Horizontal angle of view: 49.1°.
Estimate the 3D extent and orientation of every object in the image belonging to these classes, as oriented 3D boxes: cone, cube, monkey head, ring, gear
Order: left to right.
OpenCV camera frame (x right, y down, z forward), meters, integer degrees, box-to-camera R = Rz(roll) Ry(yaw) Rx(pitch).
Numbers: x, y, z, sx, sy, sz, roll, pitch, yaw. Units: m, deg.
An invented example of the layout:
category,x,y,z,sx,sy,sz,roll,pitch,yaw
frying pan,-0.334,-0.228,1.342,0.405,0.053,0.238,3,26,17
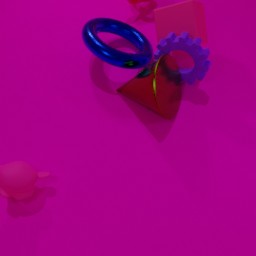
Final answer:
category,x,y,z,sx,sy,sz,roll,pitch,yaw
monkey head,-2.310,1.014,5.843,1.236,0.889,0.745,16,98,-22
ring,-0.264,-2.385,7.793,2.099,0.420,2.099,15,44,-15
cone,0.339,-1.001,7.187,1.585,1.579,1.579,2,55,33
cube,1.456,-2.740,7.612,1.091,1.091,1.091,-3,16,30
gear,1.383,-1.754,7.202,1.440,1.440,0.266,23,57,13

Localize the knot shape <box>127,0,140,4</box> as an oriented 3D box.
category,x,y,z,sx,sy,sz,roll,pitch,yaw
knot shape,0.331,-4.536,8.846,0.685,1.483,1.388,44,65,9
